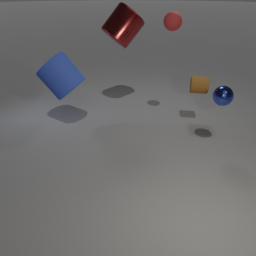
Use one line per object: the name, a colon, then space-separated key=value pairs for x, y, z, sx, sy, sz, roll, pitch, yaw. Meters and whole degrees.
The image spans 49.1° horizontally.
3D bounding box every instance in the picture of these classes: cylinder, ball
cylinder: x=2.950 y=-1.783 z=11.597 sx=0.700 sy=0.700 sz=0.700 roll=5 pitch=28 yaw=7
ball: x=3.287 y=-1.109 z=9.678 sx=0.700 sy=0.700 sz=0.700 roll=0 pitch=28 yaw=0
cylinder: x=-2.683 y=-2.081 z=11.226 sx=1.400 sy=1.400 sz=1.400 roll=-37 pitch=14 yaw=11
ball: x=1.675 y=-3.982 z=10.449 sx=0.700 sy=0.700 sz=0.700 roll=0 pitch=28 yaw=0
cylinder: x=-0.223 y=-4.495 z=12.336 sx=1.400 sy=1.400 sz=1.400 roll=38 pitch=9 yaw=-7
